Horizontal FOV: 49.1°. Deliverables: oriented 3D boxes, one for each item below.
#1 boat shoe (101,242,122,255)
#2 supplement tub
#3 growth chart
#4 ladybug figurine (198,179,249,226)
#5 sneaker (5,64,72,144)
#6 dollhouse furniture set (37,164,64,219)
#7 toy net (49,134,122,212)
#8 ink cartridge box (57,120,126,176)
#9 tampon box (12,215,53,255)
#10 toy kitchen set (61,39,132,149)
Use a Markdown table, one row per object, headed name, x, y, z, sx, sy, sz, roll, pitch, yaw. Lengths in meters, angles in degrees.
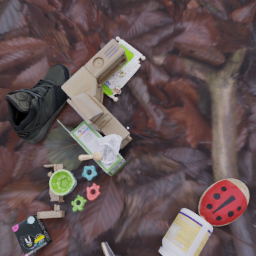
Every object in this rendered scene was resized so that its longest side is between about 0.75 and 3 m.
| name | x | y | z | sx | sy | sz | roll | pitch | yaw |
| --- | --- | --- | --- | --- | --- | --- | --- | --- | --- |
| boat shoe | -0.238 | 3.505 | 7.243 | 0.430 | 0.477 | 1.326 | -29 | 78 | -15 |
| supplement tub | 1.465 | 2.844 | 7.176 | 0.937 | 0.937 | 1.289 | 34 | 77 | 10 |
| growth chart | -0.414 | -1.962 | 9.047 | 1.446 | 0.177 | 1.998 | 32 | 75 | 10 |
| ladybug figurine | 2.633 | 2.017 | 7.612 | 1.608 | 0.578 | 1.091 | -37 | 77 | -10 |
| sneaker | -2.507 | -0.947 | 8.032 | 0.999 | 1.496 | 2.613 | 22 | 72 | 15 |
| dollhouse furniture set | -2.116 | 1.694 | 7.632 | 0.641 | 0.750 | 1.448 | -3 | 73 | -3 |
| toy net | -0.876 | 1.001 | 6.919 | 2.115 | 0.409 | 1.110 | -45 | 70 | -5 |
| ink cartridge box | -0.986 | 0.401 | 7.839 | 0.597 | 1.045 | 2.012 | -44 | 78 | -7 |
| tampon box | -2.515 | 2.821 | 7.395 | 0.632 | 0.533 | 0.844 | -31 | 76 | -9 |
| toy kitchen set | -0.417 | -1.007 | 7.648 | 2.120 | 1.917 | 2.350 | -43 | 78 | 0 |
